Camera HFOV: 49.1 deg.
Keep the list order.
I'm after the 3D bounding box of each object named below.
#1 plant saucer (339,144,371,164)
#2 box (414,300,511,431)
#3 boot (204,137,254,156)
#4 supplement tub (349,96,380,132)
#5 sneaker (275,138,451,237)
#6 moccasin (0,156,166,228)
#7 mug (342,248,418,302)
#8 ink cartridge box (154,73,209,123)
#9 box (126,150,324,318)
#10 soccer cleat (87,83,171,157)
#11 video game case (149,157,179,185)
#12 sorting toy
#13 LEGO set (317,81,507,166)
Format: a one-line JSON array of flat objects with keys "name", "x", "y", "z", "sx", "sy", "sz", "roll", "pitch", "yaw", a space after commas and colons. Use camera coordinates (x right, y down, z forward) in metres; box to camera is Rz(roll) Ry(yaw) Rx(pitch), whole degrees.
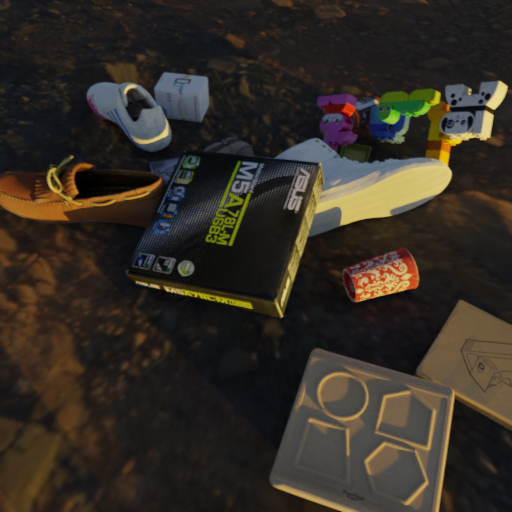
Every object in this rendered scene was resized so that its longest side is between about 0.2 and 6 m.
[{"name": "plant saucer", "x": 2.126, "y": -2.178, "z": 12.109, "sx": 0.624, "sy": 0.149, "sz": 0.623, "roll": 13, "pitch": 48, "yaw": 12}, {"name": "box", "x": 3.679, "y": 1.711, "z": 8.409, "sx": 2.049, "sy": 0.218, "sz": 1.675, "roll": 29, "pitch": 53, "yaw": 24}, {"name": "boot", "x": -0.808, "y": -1.788, "z": 11.448, "sx": 1.705, "sy": 0.599, "sz": 1.247, "roll": -26, "pitch": 47, "yaw": -12}, {"name": "supplement tub", "x": 2.308, "y": -3.206, "z": 12.770, "sx": 1.141, "sy": 0.610, "sz": 0.610, "roll": -25, "pitch": 52, "yaw": -21}, {"name": "sneaker", "x": 1.892, "y": -1.678, "z": 10.896, "sx": 3.376, "sy": 1.244, "sz": 1.951, "roll": -14, "pitch": 51, "yaw": -11}, {"name": "moccasin", "x": -3.300, "y": -1.247, "z": 10.453, "sx": 3.304, "sy": 1.275, "sz": 1.208, "roll": 9, "pitch": 47, "yaw": 8}, {"name": "mug", "x": 2.038, "y": 0.371, "z": 9.489, "sx": 1.084, "sy": 0.962, "sz": 0.723, "roll": -16, "pitch": 85, "yaw": -9}, {"name": "ink cartridge box", "x": -1.717, "y": -3.711, "z": 13.113, "sx": 1.069, "sy": 0.785, "sz": 0.781, "roll": 9, "pitch": 47, "yaw": 7}, {"name": "box", "x": -0.467, "y": -0.504, "z": 9.574, "sx": 2.680, "sy": 0.659, "sz": 2.775, "roll": 9, "pitch": 62, "yaw": 22}, {"name": "soccer cleat", "x": -2.866, "y": -3.435, "z": 12.481, "sx": 1.062, "sy": 1.313, "sz": 3.041, "roll": -32, "pitch": 54, "yaw": -25}, {"name": "video game case", "x": -1.567, "y": -1.768, "z": 11.753, "sx": 1.249, "sy": 0.118, "sz": 0.892, "roll": -11, "pitch": 48, "yaw": -11}, {"name": "sorting toy", "x": 1.483, "y": 2.438, "z": 7.594, "sx": 2.090, "sy": 0.412, "sz": 2.258, "roll": 15, "pitch": 48, "yaw": 13}, {"name": "LEGO set", "x": 3.127, "y": -2.363, "z": 11.351, "sx": 1.515, "sy": 1.629, "sz": 3.971, "roll": 5, "pitch": 4, "yaw": -44}]
